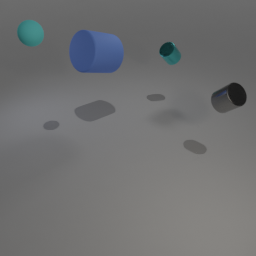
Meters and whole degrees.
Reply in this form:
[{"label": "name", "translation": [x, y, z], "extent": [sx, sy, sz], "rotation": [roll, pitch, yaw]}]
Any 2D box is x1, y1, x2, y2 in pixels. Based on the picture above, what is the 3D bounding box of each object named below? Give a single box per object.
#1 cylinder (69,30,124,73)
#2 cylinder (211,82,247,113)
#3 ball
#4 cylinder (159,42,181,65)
[{"label": "cylinder", "translation": [-1.109, -2.666, 9.919], "extent": [1.400, 1.400, 1.400], "rotation": [26, 24, 35]}, {"label": "cylinder", "translation": [2.851, -0.843, 7.951], "extent": [0.700, 0.700, 0.700], "rotation": [-17, -6, -25]}, {"label": "ball", "translation": [-2.683, -2.606, 7.719], "extent": [0.700, 0.700, 0.700], "rotation": [0, 32, 0]}, {"label": "cylinder", "translation": [1.745, -3.072, 11.566], "extent": [0.700, 0.700, 0.700], "rotation": [29, -1, 38]}]
